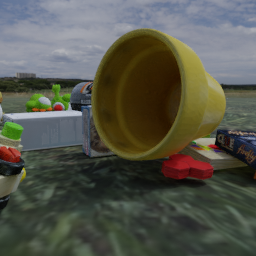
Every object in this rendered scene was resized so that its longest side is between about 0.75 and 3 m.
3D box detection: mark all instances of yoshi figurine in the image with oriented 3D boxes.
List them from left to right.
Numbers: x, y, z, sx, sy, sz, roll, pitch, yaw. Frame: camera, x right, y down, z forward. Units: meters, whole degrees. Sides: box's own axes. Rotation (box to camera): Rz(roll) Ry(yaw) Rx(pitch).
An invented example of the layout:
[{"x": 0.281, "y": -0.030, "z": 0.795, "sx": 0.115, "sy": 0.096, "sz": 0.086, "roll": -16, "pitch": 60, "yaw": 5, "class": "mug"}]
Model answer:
[{"x": -3.671, "y": -1.270, "z": 13.784, "sx": 2.694, "sy": 1.514, "sz": 1.508, "roll": -6, "pitch": -6, "yaw": -25, "class": "yoshi figurine"}]

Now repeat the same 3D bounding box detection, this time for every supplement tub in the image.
[{"x": -0.893, "y": -1.025, "z": 10.868, "sx": 2.514, "sy": 1.540, "sz": 1.540, "roll": 5, "pitch": 9, "yaw": 35, "class": "supplement tub"}]

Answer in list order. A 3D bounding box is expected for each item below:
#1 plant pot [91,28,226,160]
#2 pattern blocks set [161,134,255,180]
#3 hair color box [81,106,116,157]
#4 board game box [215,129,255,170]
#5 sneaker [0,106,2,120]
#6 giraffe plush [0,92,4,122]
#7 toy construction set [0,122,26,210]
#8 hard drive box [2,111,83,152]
[{"x": 0.604, "y": -0.412, "z": 4.256, "sx": 1.641, "sy": 1.744, "sz": 1.744, "roll": 3, "pitch": 3, "yaw": -44, "class": "plant pot"}, {"x": 1.557, "y": 0.406, "z": 4.697, "sx": 2.679, "sy": 0.217, "sz": 2.354, "roll": 2, "pitch": 13, "yaw": -12, "class": "pattern blocks set"}, {"x": 0.054, "y": 0.003, "z": 5.493, "sx": 1.843, "sy": 0.922, "sz": 0.558, "roll": -4, "pitch": 9, "yaw": -24, "class": "hair color box"}, {"x": 2.337, "y": 0.320, "z": 4.201, "sx": 1.652, "sy": 0.286, "sz": 1.119, "roll": 2, "pitch": 13, "yaw": -13, "class": "board game box"}, {"x": -3.329, "y": 0.097, "z": 5.031, "sx": 1.305, "sy": 1.109, "sz": 2.948, "roll": 11, "pitch": 21, "yaw": 25, "class": "sneaker"}, {"x": -5.105, "y": -0.859, "z": 9.651, "sx": 2.032, "sy": 2.355, "sz": 1.910, "roll": 3, "pitch": 34, "yaw": -48, "class": "giraffe plush"}, {"x": -1.871, "y": 0.327, "z": 2.520, "sx": 1.532, "sy": 1.076, "sz": 2.336, "roll": 26, "pitch": 21, "yaw": 9, "class": "toy construction set"}, {"x": -1.804, "y": 0.009, "z": 6.361, "sx": 1.764, "sy": 0.677, "sz": 1.375, "roll": -4, "pitch": 9, "yaw": -30, "class": "hard drive box"}]
